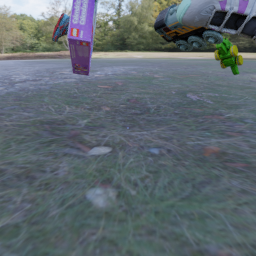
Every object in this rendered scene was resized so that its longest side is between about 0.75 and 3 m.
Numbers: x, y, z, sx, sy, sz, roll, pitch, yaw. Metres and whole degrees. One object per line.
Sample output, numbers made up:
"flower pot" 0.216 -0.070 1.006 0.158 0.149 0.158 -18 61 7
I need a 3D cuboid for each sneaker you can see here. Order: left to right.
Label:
"sneaker" -1.905 -2.870 8.320 0.523 0.434 1.095 18 -29 -26
"sneaker" 1.622 -1.301 3.533 1.809 1.265 0.703 -16 -19 -5

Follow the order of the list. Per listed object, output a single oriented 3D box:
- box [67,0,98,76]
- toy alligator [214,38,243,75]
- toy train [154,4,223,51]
"box" -1.184 -2.776 7.648 0.562 1.968 2.875 7 -6 -8
"toy alligator" 3.503 -2.859 10.055 0.744 0.680 2.508 -6 -32 42
"toy train" 1.610 -2.640 7.067 1.239 0.927 2.175 28 -7 -25
